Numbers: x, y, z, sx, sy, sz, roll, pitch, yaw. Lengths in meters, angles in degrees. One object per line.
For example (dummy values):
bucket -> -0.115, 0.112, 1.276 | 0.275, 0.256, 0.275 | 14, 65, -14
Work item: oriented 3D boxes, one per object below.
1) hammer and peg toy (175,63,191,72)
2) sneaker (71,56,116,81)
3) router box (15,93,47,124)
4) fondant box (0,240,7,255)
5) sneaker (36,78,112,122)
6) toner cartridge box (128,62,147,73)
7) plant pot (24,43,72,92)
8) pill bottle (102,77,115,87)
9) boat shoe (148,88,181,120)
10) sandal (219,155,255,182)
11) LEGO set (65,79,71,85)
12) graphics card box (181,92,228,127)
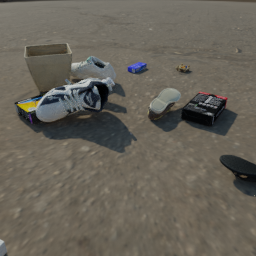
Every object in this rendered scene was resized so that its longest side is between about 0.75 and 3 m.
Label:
hammer and peg toy -> 2.787, -3.046, 14.344 | 0.591, 0.283, 0.804 | 23, 38, 31
sneaker -> -1.774, -2.868, 12.965 | 2.493, 1.103, 0.938 | 11, 59, 19
router box -> -3.085, -0.818, 10.374 | 1.714, 0.438, 1.278 | -26, 39, -37
fondant box -> -2.933, 2.298, 5.203 | 1.051, 0.306, 0.759 | 15, 34, 22
sneaker -> -1.681, -0.941, 9.438 | 2.661, 1.062, 1.731 | -23, 19, -29
toner cartridge box -> 0.483, -3.150, 14.566 | 0.503, 0.228, 1.058 | 22, 37, 31
plant pot -> -3.393, -2.629, 12.282 | 1.863, 1.649, 1.861 | -10, 32, -14
pill bottle -> -1.004, -1.592, 11.127 | 0.935, 0.508, 0.508 | -35, 28, 13
boat shoe -> 1.327, -0.899, 10.335 | 0.679, 0.562, 1.889 | 37, 44, 13
sandal -> 3.111, 1.164, 7.148 | 1.652, 0.395, 0.621 | 20, 33, 9
LEGO set -> -2.820, -1.471, 11.518 | 1.230, 0.566, 0.458 | -35, 20, -3
graphics card box -> 2.808, -0.736, 10.221 | 1.134, 0.460, 1.807 | 18, 34, 27
